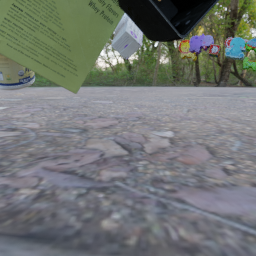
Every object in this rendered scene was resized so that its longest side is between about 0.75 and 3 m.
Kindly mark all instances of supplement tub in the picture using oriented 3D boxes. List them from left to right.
[{"bbox_3d":[-3.933,-2.409,9.290,1.437,1.990,1.437,2,33,-2],"label":"supplement tub"}]

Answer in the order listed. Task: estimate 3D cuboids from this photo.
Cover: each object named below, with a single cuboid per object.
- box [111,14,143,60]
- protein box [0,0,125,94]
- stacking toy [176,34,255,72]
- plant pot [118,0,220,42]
[{"bbox_3d":[0.057,-2.892,7.928,0.591,0.552,2.854,-38,27,29],"label":"box"},{"bbox_3d":[-1.909,-2.712,6.745,2.583,2.601,1.755,27,8,-43],"label":"protein box"},{"bbox_3d":[2.511,-2.271,7.689,2.728,0.641,2.057,17,4,22],"label":"stacking toy"},{"bbox_3d":[0.725,-2.782,5.796,1.670,1.674,1.485,-49,15,-14],"label":"plant pot"}]
